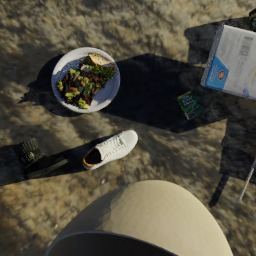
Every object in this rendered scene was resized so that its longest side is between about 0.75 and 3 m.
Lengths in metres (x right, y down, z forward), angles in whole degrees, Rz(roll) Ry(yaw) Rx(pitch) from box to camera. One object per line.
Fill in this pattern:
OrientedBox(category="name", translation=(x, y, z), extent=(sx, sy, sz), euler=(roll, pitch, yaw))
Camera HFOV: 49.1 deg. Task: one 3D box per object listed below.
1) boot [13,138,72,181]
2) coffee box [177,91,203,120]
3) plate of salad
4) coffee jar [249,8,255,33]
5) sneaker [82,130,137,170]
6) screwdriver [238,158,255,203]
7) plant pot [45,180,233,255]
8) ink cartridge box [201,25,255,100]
OrientedBox(category="boot", translation=(-2.368, 0.733, 7.711), extent=(1.432, 0.539, 1.071), euler=(-19, 80, -3))
OrientedBox(category="coffee box", translation=(1.790, -0.654, 8.153), extent=(0.465, 0.166, 0.756), euler=(-25, 81, -4))
OrientedBox(category="plate of salad", translation=(-1.240, -1.443, 8.138), extent=(2.017, 0.484, 2.017), euler=(0, 80, -1))
OrientedBox(category="coffee jar", translation=(4.013, -3.001, 8.314), extent=(0.543, 0.663, 1.272), euler=(0, 78, -27))
OrientedBox(category="sneaker", translation=(-0.464, 0.604, 7.652), extent=(1.711, 0.724, 0.623), euler=(-33, 80, -7))
OrientedBox(category="screwdriver", translation=(3.563, 0.769, 7.762), extent=(0.409, 0.392, 2.808), euler=(37, 78, -22))
OrientedBox(category="plant pot", translation=(0.429, 2.074, 4.821), extent=(2.998, 2.013, 2.998), euler=(11, 123, 17))
OrientedBox(category="ink cartridge box", translation=(3.385, -1.664, 7.701), extent=(2.277, 0.964, 1.646), euler=(16, 102, 4))
